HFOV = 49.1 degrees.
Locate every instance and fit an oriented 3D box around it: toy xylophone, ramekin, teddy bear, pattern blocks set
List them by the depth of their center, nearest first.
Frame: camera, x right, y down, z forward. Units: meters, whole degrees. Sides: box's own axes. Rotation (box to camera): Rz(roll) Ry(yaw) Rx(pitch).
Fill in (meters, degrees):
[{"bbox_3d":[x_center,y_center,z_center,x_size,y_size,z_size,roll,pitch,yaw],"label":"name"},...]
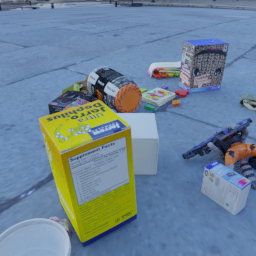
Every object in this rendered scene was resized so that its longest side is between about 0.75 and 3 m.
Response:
[{"bbox_3d":[-1.981,2.806,5.814,1.640,0.861,1.640,0,30,0],"label":"ramekin"},{"bbox_3d":[1.509,-1.592,14.053,2.546,0.235,2.896,17,34,27],"label":"pattern blocks set"},{"bbox_3d":[-2.174,-1.992,14.484,1.463,0.674,2.018,-3,37,10],"label":"teddy bear"},{"bbox_3d":[2.457,-3.419,16.794,2.582,0.649,1.891,2,30,3],"label":"toy xylophone"}]

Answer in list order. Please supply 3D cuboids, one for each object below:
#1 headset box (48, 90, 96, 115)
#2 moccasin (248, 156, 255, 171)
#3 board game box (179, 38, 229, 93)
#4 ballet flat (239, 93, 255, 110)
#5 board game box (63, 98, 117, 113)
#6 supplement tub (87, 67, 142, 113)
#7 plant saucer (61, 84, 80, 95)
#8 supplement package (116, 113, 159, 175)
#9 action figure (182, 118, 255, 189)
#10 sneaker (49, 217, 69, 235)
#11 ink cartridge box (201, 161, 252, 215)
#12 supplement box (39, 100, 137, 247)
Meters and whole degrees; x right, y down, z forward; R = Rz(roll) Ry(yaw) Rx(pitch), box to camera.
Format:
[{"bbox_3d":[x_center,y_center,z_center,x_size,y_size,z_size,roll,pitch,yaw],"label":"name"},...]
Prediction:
[{"bbox_3d":[-2.489,-0.956,12.451,1.434,0.723,1.929,11,32,19],"label":"headset box"},{"bbox_3d":[4.474,0.905,9.444,0.607,0.514,1.509,17,34,27],"label":"moccasin"},{"bbox_3d":[3.919,-3.295,14.744,1.973,2.474,1.198,-10,31,-16],"label":"board game box"},{"bbox_3d":[6.120,-0.984,12.739,2.157,0.727,0.687,28,67,40],"label":"ballet flat"},{"bbox_3d":[-1.539,-0.417,10.943,2.365,0.460,1.868,18,53,9],"label":"board game box"},{"bbox_3d":[-0.624,-1.746,12.901,1.634,1.634,2.668,-18,34,-28],"label":"supplement tub"},{"bbox_3d":[-2.919,-1.785,13.885,1.051,0.252,1.052,-27,33,8],"label":"plant saucer"},{"bbox_3d":[-0.368,0.497,9.093,2.576,1.511,1.506,0,33,0],"label":"supplement package"},{"bbox_3d":[3.236,0.905,9.233,2.594,1.357,2.509,-27,22,10],"label":"action figure"},{"bbox_3d":[-1.931,2.446,6.950,0.993,0.404,0.438,7,28,-5],"label":"sneaker"},{"bbox_3d":[2.606,1.583,7.825,0.536,0.958,1.404,-22,37,-33],"label":"ink cartridge box"},{"bbox_3d":[-0.878,1.058,6.703,1.564,2.873,1.574,-20,36,-24],"label":"supplement box"}]
